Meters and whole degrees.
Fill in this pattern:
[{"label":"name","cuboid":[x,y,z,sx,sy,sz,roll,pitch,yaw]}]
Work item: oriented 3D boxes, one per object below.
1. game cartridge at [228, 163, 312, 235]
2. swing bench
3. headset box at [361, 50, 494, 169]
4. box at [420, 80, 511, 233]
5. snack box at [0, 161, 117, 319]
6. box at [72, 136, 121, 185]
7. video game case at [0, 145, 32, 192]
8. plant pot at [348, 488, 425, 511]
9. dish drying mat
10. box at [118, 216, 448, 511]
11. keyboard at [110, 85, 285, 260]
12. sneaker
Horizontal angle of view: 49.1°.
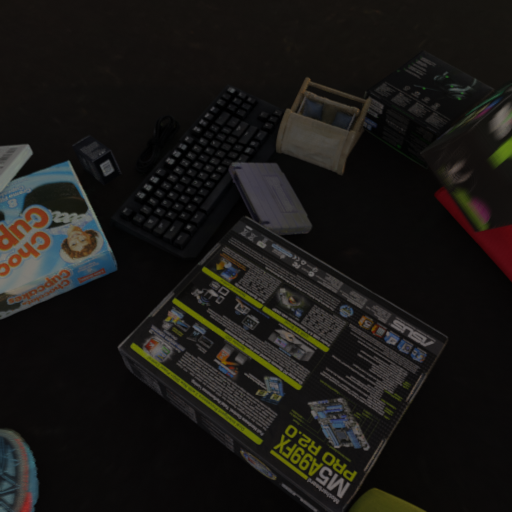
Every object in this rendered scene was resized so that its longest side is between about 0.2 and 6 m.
[{"label":"game cartridge","cuboid":[0.220,-0.914,8.902,0.927,0.275,1.431,-2,52,-35]},{"label":"swing bench","cuboid":[1.148,-2.214,9.609,1.233,0.804,1.240,22,59,12]},{"label":"headset box","cuboid":[3.008,-2.642,9.866,1.772,0.822,1.543,-40,64,-23]},{"label":"box","cuboid":[3.797,-1.603,8.054,2.099,1.305,1.559,-39,95,-17]},{"label":"snack box","cuboid":[-4.024,0.007,8.247,3.419,0.634,1.986,-24,60,-15]},{"label":"box","cuboid":[-2.642,-1.587,9.276,0.371,0.526,0.711,-38,53,-20]},{"label":"video game case","cuboid":[-4.910,-1.197,8.810,2.285,0.206,1.636,-1,41,12]},{"label":"plant pot","cuboid":[1.589,3.202,5.924,1.280,1.280,1.369,-38,50,-22]},{"label":"dish drying mat","cuboid":[4.468,0.196,8.287,1.549,0.367,4.033,-22,60,-17]},{"label":"box","cuboid":[0.350,1.289,7.347,3.348,0.741,2.682,31,63,19]},{"label":"keyboard","cuboid":[-1.053,-1.655,9.466,2.130,0.455,3.547,25,59,15]},{"label":"sneaker","cuboid":[-3.202,3.008,5.865,1.009,1.216,2.545,6,57,13]}]
